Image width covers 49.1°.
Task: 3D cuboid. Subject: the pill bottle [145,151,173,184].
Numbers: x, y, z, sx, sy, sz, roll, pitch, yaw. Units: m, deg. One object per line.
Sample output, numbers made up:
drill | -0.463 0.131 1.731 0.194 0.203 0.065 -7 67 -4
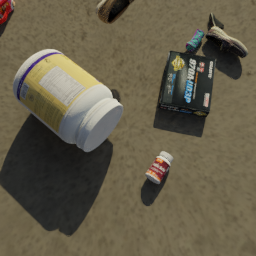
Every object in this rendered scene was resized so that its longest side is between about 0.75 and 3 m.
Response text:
pill bottle | 1.031 1.270 9.064 0.548 0.548 0.960 32 73 11

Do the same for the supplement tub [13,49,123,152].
supplement tub | -1.874 -0.866 8.991 3.000 2.181 2.181 38 74 13

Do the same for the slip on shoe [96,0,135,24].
slip on shoe | -0.065 -4.338 9.114 2.294 0.872 0.695 -40 50 7

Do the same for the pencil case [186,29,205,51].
pencil case | 2.605 -3.409 10.885 0.406 0.374 0.879 42 72 -18

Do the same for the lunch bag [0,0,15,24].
lunch bag | -5.749 -4.820 11.177 1.992 0.926 2.261 38 75 8

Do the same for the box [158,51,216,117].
box | 2.148 -1.618 10.146 1.774 0.513 2.232 12 70 4

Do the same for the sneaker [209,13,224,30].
sneaker | 3.556 -4.271 11.284 0.429 0.302 0.807 -9 78 -10

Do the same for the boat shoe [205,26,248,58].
boat shoe | 3.734 -3.181 10.701 0.575 0.638 1.775 -43 73 -8
